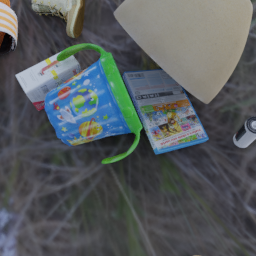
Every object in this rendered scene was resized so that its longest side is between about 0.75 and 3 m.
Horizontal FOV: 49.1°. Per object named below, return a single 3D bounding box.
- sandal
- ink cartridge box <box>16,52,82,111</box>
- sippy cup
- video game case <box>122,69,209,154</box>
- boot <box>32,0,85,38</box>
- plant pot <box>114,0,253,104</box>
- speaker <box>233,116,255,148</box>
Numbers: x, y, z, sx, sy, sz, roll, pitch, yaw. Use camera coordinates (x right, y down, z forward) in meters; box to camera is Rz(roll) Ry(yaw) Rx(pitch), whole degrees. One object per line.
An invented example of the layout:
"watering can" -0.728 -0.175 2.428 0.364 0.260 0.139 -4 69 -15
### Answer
"sandal" -3.466 -2.295 7.586 0.830 1.110 2.897 10 78 2
"ink cartridge box" -1.912 -1.204 7.119 1.440 1.045 0.601 -31 71 -11
"sippy cup" -0.843 -0.507 6.527 1.825 1.956 2.490 -24 58 3
"video game case" 0.929 -0.518 7.001 1.575 0.196 2.201 -11 67 -29
"boot" -2.048 -3.404 8.145 1.478 0.689 1.911 1 64 0
"plant pot" 1.458 -2.283 6.172 2.000 2.979 2.979 -45 73 20
"speaker" 2.839 0.123 6.609 0.431 1.061 0.431 -1 70 4
